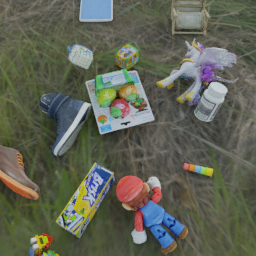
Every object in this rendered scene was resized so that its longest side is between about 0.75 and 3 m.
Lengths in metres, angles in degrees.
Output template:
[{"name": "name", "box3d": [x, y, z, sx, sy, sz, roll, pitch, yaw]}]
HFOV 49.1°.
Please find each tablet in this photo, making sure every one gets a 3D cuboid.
[{"name": "tablet", "box3d": [-1.536, -6.074, 13.762, 1.570, 0.165, 2.413, -1, 61, -1]}]

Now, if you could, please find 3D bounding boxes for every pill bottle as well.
[{"name": "pill bottle", "box3d": [2.871, -0.901, 9.718, 0.723, 1.279, 0.723, 10, 43, -10]}]

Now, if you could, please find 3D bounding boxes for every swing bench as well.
[{"name": "swing bench", "box3d": [2.794, -5.111, 12.759, 1.551, 1.012, 1.559, 2, 55, 2]}]

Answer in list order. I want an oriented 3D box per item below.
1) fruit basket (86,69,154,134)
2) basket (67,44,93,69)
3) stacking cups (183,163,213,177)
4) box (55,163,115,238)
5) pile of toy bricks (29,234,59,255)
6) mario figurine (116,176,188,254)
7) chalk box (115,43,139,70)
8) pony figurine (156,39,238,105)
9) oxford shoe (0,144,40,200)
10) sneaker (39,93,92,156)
[{"name": "fruit basket", "box3d": [-0.325, -1.055, 10.384, 2.076, 1.051, 2.242, -14, 64, -8]}, {"name": "basket", "box3d": [-1.916, -2.937, 11.424, 1.028, 0.811, 1.165, 18, 21, -31]}, {"name": "stacking cups", "box3d": [2.346, 1.397, 9.437, 0.956, 0.289, 0.289, 12, 61, 13]}, {"name": "box", "box3d": [-1.251, 2.205, 8.695, 0.749, 0.688, 2.139, 26, 64, 15]}, {"name": "pile of toy bricks", "box3d": [-2.208, 3.784, 7.866, 0.748, 0.841, 1.515, -4, 38, -34]}, {"name": "mario figurine", "box3d": [0.612, 2.505, 8.570, 2.472, 1.310, 1.526, 47, 34, 12]}, {"name": "chalk box", "box3d": [0.041, -3.015, 11.717, 0.654, 0.658, 1.054, 40, 68, 20]}, {"name": "pony figurine", "box3d": [2.713, -2.133, 10.684, 2.467, 2.129, 2.556, 31, 79, 26]}, {"name": "oxford shoe", "box3d": [-3.791, 1.230, 9.101, 2.866, 1.022, 1.045, 33, 60, 18]}, {"name": "sneaker", "box3d": [-2.535, -0.224, 9.870, 1.725, 0.908, 2.387, 23, 53, 1]}]
